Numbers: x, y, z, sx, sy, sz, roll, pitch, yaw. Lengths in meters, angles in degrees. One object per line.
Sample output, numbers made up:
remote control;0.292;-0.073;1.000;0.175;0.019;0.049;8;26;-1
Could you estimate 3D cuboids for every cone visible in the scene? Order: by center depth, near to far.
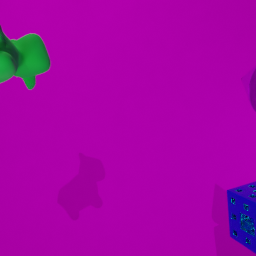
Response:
cone;1.764;-0.614;3.752;0.867;0.870;0.867;-3;106;-10

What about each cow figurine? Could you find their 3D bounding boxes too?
cow figurine;-1.857;-0.905;3.844;1.528;1.504;0.839;-21;94;-16

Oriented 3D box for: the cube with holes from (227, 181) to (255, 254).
cube with holes;2.443;1.551;4.894;0.933;0.933;0.933;-10;100;-20
